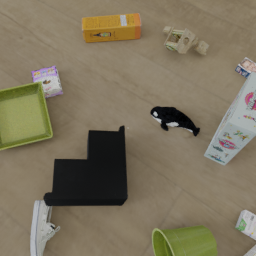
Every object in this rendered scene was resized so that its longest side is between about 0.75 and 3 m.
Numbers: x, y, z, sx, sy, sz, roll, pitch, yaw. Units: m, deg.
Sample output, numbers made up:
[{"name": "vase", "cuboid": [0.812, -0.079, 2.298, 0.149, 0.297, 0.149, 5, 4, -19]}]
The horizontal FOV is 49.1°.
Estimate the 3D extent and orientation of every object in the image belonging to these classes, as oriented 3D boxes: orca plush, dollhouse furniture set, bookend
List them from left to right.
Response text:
[{"name": "bookend", "cuboid": [-1.432, 1.294, 9.735, 2.649, 1.220, 2.632, 2, 64, -11]}, {"name": "orca plush", "cuboid": [1.879, -0.371, 11.072, 2.110, 0.750, 1.110, 39, 70, 17]}, {"name": "dollhouse furniture set", "cuboid": [2.503, -3.816, 12.983, 0.996, 1.585, 1.792, -62, 31, 9]}]

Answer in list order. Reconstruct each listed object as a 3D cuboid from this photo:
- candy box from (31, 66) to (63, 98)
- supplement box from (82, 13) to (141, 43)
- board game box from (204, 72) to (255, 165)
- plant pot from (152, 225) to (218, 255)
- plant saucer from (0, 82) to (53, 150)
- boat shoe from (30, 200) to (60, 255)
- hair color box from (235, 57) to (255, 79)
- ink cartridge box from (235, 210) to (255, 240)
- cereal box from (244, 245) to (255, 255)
[{"name": "candy box", "cuboid": [-3.467, -1.942, 12.015, 1.068, 0.456, 1.273, -15, 64, -8]}, {"name": "supplement box", "cuboid": [-0.770, -4.679, 13.125, 2.709, 0.901, 0.932, -7, 64, -4]}, {"name": "board game box", "cuboid": [3.824, -0.185, 9.765, 0.939, 2.921, 2.155, 27, 68, 13]}, {"name": "plant pot", "cuboid": [1.819, 3.762, 8.718, 1.610, 1.696, 1.696, -10, 63, -19]}, {"name": "plant saucer", "cuboid": [-4.279, -0.423, 10.985, 2.358, 0.564, 2.354, -14, 79, -7]}, {"name": "boat shoe", "cuboid": [-2.704, 3.368, 9.290, 0.860, 0.746, 2.018, -2, 52, -7]}, {"name": "hair color box", "cuboid": [5.478, -2.467, 12.312, 1.299, 0.393, 0.650, 41, 70, 18]}, {"name": "ink cartridge box", "cuboid": [4.213, 3.311, 9.444, 0.928, 0.390, 0.672, 29, 68, 12]}, {"name": "cereal box", "cuboid": [4.473, 4.474, 8.628, 2.460, 0.486, 1.770, -32, 83, -16]}]
